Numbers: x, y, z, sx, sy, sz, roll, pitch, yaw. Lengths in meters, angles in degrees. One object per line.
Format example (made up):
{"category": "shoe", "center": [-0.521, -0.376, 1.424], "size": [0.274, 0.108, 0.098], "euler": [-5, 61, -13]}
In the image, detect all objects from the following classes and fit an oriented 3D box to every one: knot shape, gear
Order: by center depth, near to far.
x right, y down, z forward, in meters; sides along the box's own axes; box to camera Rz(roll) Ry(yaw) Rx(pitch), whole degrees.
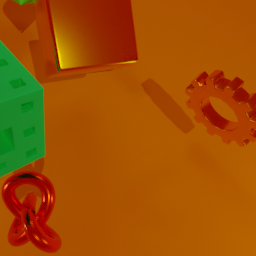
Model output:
{"category": "knot shape", "center": [-1.764, 1.570, 4.986], "size": [0.681, 1.380, 1.475], "euler": [-13, 73, -43]}
{"category": "gear", "center": [1.865, -0.359, 5.503], "size": [0.303, 1.639, 1.639], "euler": [-42, 82, -18]}

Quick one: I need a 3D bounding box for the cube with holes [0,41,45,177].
{"category": "cube with holes", "center": [-2.032, -0.192, 3.672], "size": [1.327, 1.327, 1.327], "euler": [-27, 59, -34]}

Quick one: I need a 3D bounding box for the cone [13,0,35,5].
{"category": "cone", "center": [-2.172, -2.786, 5.714], "size": [1.049, 1.049, 1.053], "euler": [-13, 54, -2]}

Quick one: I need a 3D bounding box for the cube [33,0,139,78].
{"category": "cube", "center": [-0.704, -1.519, 4.438], "size": [1.240, 1.240, 1.240], "euler": [-12, 101, -22]}
